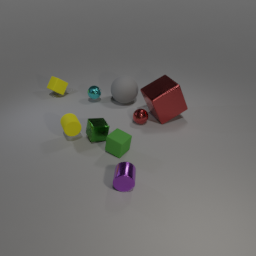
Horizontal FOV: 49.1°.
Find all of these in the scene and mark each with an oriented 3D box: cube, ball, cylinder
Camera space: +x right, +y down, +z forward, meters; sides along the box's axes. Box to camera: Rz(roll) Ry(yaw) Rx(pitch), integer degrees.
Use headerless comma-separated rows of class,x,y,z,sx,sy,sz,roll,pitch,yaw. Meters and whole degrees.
cube,-0.363,0.561,10.534,0.700,0.700,0.700,27,40,21
cube,1.621,-1.311,12.699,1.400,1.400,1.400,-31,36,-3
ball,0.560,-0.520,12.484,0.700,0.700,0.700,0,31,0
cylinder,-0.104,1.558,8.980,0.700,0.700,0.700,2,32,4
cube,-3.754,-2.261,14.915,0.700,0.700,0.700,23,-1,44
ball,-0.171,-1.946,14.156,1.400,1.400,1.400,0,31,0
cylinder,-2.285,-0.132,11.195,0.700,0.700,0.700,-13,35,-20
ball,-1.718,-1.821,14.310,0.700,0.700,0.700,0,31,0
cube,-1.237,0.065,11.330,0.700,0.700,0.700,-4,33,-28
